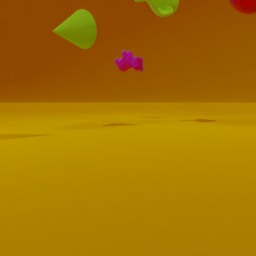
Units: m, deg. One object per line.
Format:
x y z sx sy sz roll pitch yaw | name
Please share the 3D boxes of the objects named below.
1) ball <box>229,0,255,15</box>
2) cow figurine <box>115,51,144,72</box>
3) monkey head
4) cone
3.440 -3.812 7.743 1.264 1.264 1.264 0 6 0 | ball
0.072 -2.563 11.295 0.625 1.121 1.139 -8 -22 -49 | cow figurine
0.924 -3.963 8.799 1.273 1.067 1.770 -20 28 13 | monkey head
-1.559 -2.579 7.394 1.035 1.035 1.039 5 20 39 | cone
